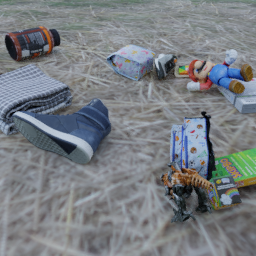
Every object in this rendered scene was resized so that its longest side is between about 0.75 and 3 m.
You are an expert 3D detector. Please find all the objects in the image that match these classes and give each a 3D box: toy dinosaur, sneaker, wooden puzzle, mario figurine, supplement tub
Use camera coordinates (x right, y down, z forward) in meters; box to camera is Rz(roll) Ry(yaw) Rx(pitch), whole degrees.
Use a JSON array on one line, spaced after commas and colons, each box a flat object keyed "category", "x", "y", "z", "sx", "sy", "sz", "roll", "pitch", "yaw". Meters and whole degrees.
[{"category": "toy dinosaur", "x": 1.195, "y": 1.315, "z": 6.066, "sx": 0.935, "sy": 1.243, "sz": 1.831, "roll": -16, "pitch": -8, "yaw": 0}, {"category": "sneaker", "x": 1.730, "y": -2.889, "z": 12.700, "sx": 0.884, "sy": 0.824, "sz": 2.230, "roll": -6, "pitch": 30, "yaw": 21}, {"category": "sneaker", "x": -1.839, "y": -0.212, "z": 8.432, "sx": 2.762, "sy": 1.050, "sz": 1.996, "roll": 22, "pitch": 49, "yaw": 15}, {"category": "wooden puzzle", "x": 2.837, "y": -2.671, "z": 13.038, "sx": 1.344, "sy": 0.250, "sz": 1.243, "roll": 4, "pitch": 34, "yaw": 5}, {"category": "mario figurine", "x": 3.313, "y": -2.209, "z": 11.015, "sx": 1.710, "sy": 1.469, "sz": 2.771, "roll": -24, "pitch": 29, "yaw": -24}, {"category": "supplement tub", "x": -4.931, "y": -4.524, "z": 14.778, "sx": 2.660, "sy": 1.423, "sz": 1.423, "roll": -28, "pitch": 42, "yaw": -34}]

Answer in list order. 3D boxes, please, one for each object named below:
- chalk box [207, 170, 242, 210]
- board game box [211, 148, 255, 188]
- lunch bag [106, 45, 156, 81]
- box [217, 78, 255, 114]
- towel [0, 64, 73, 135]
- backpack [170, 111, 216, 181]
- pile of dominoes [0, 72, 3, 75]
[{"category": "chalk box", "x": 2.132, "y": 1.385, "z": 6.389, "sx": 0.512, "sy": 0.508, "sz": 0.820, "roll": -7, "pitch": 65, "yaw": -9}, {"category": "board game box", "x": 3.150, "y": 0.924, "z": 6.965, "sx": 2.176, "sy": 0.326, "sz": 1.039, "roll": -15, "pitch": 28, "yaw": 16}, {"category": "lunch bag", "x": 0.131, "y": -3.074, "z": 12.891, "sx": 1.788, "sy": 1.137, "sz": 1.516, "roll": 27, "pitch": 43, "yaw": 19}, {"category": "box", "x": 4.666, "y": -1.303, "z": 10.810, "sx": 1.657, "sy": 0.438, "sz": 2.126, "roll": -5, "pitch": 35, "yaw": -8}, {"category": "towel", "x": -3.679, "y": -1.126, "z": 9.833, "sx": 2.354, "sy": 1.217, "sz": 2.843, "roll": 25, "pitch": 41, "yaw": 31}, {"category": "backpack", "x": 1.646, "y": 0.589, "z": 7.118, "sx": 1.185, "sy": 1.539, "sz": 1.466, "roll": -9, "pitch": 42, "yaw": 10}, {"category": "pile of dominoes", "x": -5.180, "y": -1.385, "z": 10.019, "sx": 0.274, "sy": 1.722, "sz": 1.342, "roll": 54, "pitch": 38, "yaw": 0}]
